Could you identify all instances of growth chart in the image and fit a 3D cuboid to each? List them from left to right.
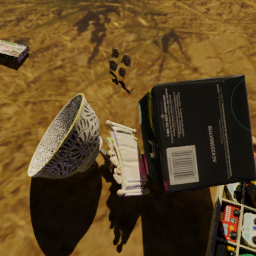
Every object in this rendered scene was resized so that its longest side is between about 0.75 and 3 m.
[{"bbox_3d":[-0.024,0.749,7.089,0.186,1.521,2.102,-29,58,28],"label":"growth chart"}]

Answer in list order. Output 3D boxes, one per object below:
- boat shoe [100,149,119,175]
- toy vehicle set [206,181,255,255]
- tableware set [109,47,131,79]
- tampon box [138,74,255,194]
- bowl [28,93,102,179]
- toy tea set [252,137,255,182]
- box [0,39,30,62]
[{"bbox_3d":[-0.507,0.933,7.452,0.310,0.327,0.865,-42,77,11],"label":"boat shoe"},{"bbox_3d":[2.871,2.377,6.484,1.786,0.381,2.874,15,60,9],"label":"toy vehicle set"},{"bbox_3d":[-0.289,-2.137,9.228,0.114,0.824,0.987,-23,50,-41],"label":"tableware set"},{"bbox_3d":[1.285,0.128,6.298,1.707,2.704,2.027,-7,88,-5],"label":"tampon box"},{"bbox_3d":[-1.389,0.402,7.110,1.121,2.388,2.388,33,55,-23],"label":"bowl"},{"bbox_3d":[3.654,0.493,7.135,2.478,1.473,0.917,-39,99,-10],"label":"toy tea set"},{"bbox_3d":[-4.270,-2.786,9.993,1.289,0.224,0.709,17,53,14],"label":"box"}]
